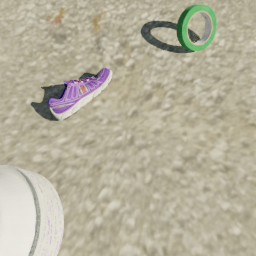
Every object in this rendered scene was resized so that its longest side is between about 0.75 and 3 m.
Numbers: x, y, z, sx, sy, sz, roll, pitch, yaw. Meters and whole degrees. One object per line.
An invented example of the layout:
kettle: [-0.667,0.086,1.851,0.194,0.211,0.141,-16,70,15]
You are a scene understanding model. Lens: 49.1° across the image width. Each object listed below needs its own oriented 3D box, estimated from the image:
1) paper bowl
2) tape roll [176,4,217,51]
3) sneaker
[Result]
paper bowl: [-3.022,2.261,6.265,2.879,1.497,2.879,-8,68,20]
tape roll: [2.409,-3.493,9.797,1.524,1.524,0.366,-30,31,-14]
sneaker: [-1.456,-1.235,8.724,2.340,0.943,0.976,-41,104,-20]
